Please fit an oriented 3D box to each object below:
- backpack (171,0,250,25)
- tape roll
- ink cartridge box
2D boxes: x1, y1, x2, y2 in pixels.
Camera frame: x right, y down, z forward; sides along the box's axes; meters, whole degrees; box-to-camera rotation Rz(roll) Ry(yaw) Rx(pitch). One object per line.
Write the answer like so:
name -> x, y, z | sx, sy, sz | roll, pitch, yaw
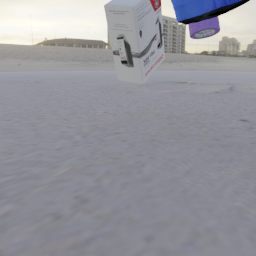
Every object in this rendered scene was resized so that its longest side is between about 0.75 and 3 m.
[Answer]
backpack -> 1.501, -2.721, 5.489 | 1.397, 1.173, 1.135 | -29, 15, -11
tape roll -> 2.776, -3.663, 10.220 | 1.096, 0.466, 1.096 | -8, -3, 0
ink cartridge box -> 0.310, -2.778, 8.432 | 0.975, 2.354, 1.728 | 15, 48, 27
